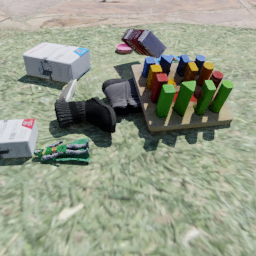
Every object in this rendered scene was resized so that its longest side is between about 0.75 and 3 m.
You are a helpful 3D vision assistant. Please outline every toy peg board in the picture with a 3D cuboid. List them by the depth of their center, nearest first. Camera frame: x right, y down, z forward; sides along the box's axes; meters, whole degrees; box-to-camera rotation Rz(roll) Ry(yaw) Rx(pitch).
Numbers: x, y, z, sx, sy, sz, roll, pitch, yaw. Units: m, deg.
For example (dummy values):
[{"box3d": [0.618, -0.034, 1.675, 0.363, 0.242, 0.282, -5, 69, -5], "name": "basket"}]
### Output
[{"box3d": [1.914, -1.603, 9.574, 2.977, 1.456, 2.964, -5, 54, -13], "name": "toy peg board"}]

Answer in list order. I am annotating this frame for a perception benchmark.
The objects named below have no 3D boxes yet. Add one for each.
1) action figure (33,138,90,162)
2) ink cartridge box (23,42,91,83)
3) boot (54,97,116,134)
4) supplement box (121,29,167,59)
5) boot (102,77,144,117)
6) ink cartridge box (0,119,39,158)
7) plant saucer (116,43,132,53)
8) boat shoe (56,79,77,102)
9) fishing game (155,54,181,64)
[{"box3d": [-1.956, 0.673, 8.232, 1.619, 0.443, 0.957, -7, 41, -3], "name": "action figure"}, {"box3d": [-3.103, -2.941, 12.432, 2.373, 1.019, 1.738, 12, 38, 17], "name": "ink cartridge box"}, {"box3d": [-1.438, -0.332, 9.144, 1.620, 0.815, 2.167, -11, 28, -25], "name": "boot"}, {"box3d": [0.646, -3.775, 12.437, 0.644, 1.152, 2.116, -54, 32, 1], "name": "supplement box"}, {"box3d": [0.462, -1.248, 10.516, 2.676, 0.934, 1.762, -19, 47, -11], "name": "boot"}, {"box3d": [-3.634, 0.316, 8.467, 1.563, 0.655, 1.128, -3, 37, -3], "name": "ink cartridge box"}, {"box3d": [-0.153, -4.176, 14.703, 0.963, 0.244, 0.963, -1, 38, 0], "name": "plant saucer"}, {"box3d": [-2.336, -1.407, 10.805, 0.476, 0.569, 1.592, 7, 41, 1], "name": "boat shoe"}, {"box3d": [1.998, -3.255, 13.448, 1.536, 0.333, 2.145, -31, 47, -30], "name": "fishing game"}]
